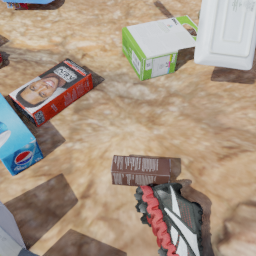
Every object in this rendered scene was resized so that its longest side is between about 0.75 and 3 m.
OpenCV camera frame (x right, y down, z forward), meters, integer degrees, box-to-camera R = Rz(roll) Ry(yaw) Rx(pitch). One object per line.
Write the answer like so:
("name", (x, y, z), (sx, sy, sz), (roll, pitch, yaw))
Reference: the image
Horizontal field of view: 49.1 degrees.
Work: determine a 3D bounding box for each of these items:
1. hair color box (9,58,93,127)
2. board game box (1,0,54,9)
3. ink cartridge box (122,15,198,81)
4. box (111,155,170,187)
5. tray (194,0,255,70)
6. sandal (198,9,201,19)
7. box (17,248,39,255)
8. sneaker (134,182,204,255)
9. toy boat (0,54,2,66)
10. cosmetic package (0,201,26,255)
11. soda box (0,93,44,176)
("hair color box", (-2.198, -1.099, 8.280), (1.099, 0.663, 2.165), (35, 60, 23))
("board game box", (-4.165, -5.508, 11.871), (2.445, 0.476, 1.932), (0, 47, -7))
("ink cartridge box", (1.241, -2.747, 9.403), (2.464, 0.933, 1.821), (-16, 53, -13))
("box", (0.296, 1.040, 6.608), (1.353, 0.677, 0.507), (6, 53, 4))
("tray", (2.613, -2.984, 6.877), (1.572, 2.929, 0.325), (6, 9, -6))
("sandal", (3.615, -3.868, 10.395), (1.074, 0.722, 2.674), (-17, 54, -13))
("box", (-1.583, 3.281, 4.643), (1.404, 1.013, 1.892), (18, 54, 14))
("sneaker", (1.105, 2.173, 5.554), (1.285, 0.929, 2.629), (-17, 53, -11))
("toy boat", (-4.606, -2.425, 9.316), (0.654, 0.655, 1.001), (-20, 55, -15))
("cosmetic package", (-3.004, 2.104, 5.176), (1.617, 1.612, 0.994), (-29, 57, -20))
("soda box", (-3.333, -0.062, 7.353), (0.904, 0.855, 2.665), (-33, 58, -23))
